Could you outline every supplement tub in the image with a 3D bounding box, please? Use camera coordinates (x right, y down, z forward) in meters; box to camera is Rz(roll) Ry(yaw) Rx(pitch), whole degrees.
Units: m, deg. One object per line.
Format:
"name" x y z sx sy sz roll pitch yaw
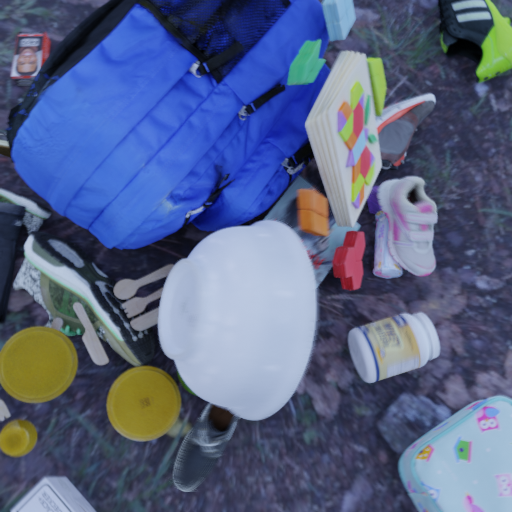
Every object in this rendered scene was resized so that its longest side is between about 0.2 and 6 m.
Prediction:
"supplement tub" 2.407 1.585 9.860 1.358 0.981 0.981 -16 70 -6

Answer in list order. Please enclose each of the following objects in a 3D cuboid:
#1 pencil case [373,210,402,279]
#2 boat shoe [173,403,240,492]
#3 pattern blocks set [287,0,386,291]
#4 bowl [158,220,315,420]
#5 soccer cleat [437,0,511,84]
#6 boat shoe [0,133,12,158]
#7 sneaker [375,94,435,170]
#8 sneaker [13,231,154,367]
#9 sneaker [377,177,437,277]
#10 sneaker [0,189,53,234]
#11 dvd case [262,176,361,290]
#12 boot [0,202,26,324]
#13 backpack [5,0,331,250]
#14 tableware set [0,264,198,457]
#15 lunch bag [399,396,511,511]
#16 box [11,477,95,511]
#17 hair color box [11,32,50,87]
"pencil case" 2.546 -0.240 10.747 0.556 0.606 1.336 5 71 8
"boat shoe" -0.814 3.042 9.499 0.702 0.661 1.955 31 74 11
"pattern blocks set" 1.588 -1.866 9.439 0.363 4.475 3.933 7 63 29
"bowl" -0.561 0.868 8.432 1.386 3.083 3.083 10 66 -29
"soccer cleat" 4.531 -5.318 12.445 1.361 1.134 3.359 -32 66 12
"boat shoe" -4.159 -2.267 11.303 2.279 0.834 0.738 7 82 -13
"sneaker" 2.705 -2.361 11.530 2.766 1.066 1.132 -34 105 -19
"sneaker" -3.192 1.015 10.239 3.224 1.240 1.428 43 106 12
"sneaker" 2.861 -0.588 10.207 0.789 0.855 1.938 -12 80 -26
"sneaker" -4.895 -0.879 11.047 1.641 0.631 0.727 20 84 12
"dvd case" 0.783 -0.229 10.656 1.631 0.246 2.235 39 72 -2
"boot" -5.359 0.048 10.495 1.843 0.734 2.235 8 88 16
"backpack" -1.319 -2.336 9.641 4.263 4.128 5.080 45 72 -8
"tableware set" -2.530 2.030 9.582 3.953 0.607 2.663 -27 85 -20
"lunch bag" 3.989 3.922 8.889 2.414 1.160 3.010 -30 72 -13
"box" -3.717 5.289 8.456 1.937 0.999 3.321 40 74 14
"hair color box" -4.993 -4.375 12.432 0.621 0.374 1.223 -2 70 -2
